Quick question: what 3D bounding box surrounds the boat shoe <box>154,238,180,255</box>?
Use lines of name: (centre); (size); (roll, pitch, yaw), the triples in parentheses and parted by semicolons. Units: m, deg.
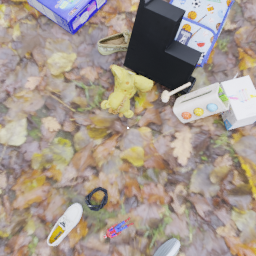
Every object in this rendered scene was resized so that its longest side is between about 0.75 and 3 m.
boat shoe: (1.136, 4.571, 9.413); (1.873, 0.674, 0.581); (-46, 102, -9)

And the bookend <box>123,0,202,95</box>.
bookend: (1.614, -3.166, 10.528); (2.892, 2.910, 1.340); (28, 48, 10)

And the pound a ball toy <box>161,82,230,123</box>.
pound a ball toy: (2.384, -0.945, 10.326); (1.417, 2.173, 0.923); (44, 49, -26)

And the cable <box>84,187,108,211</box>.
cable: (-1.094, 2.577, 10.198); (0.896, 0.227, 0.731); (-37, 76, -12)

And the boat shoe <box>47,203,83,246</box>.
boat shoe: (-2.208, 3.352, 9.754); (0.591, 0.582, 1.667); (37, 76, 11)

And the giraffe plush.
giraffe plush: (-0.156, -1.338, 10.860); (1.835, 2.126, 1.724); (24, 102, 4)

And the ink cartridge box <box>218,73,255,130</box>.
ink cartridge box: (4.215, -1.060, 10.883); (1.154, 1.185, 1.843); (-15, 71, -5)

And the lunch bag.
lunch bag: (2.617, -4.190, 11.634); (2.453, 1.787, 2.885); (27, 84, 9)

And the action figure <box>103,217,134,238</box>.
action figure: (-0.363, 3.553, 9.868); (1.133, 0.293, 0.371); (-30, 77, -7)

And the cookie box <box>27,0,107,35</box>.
cookie box: (-2.810, -5.948, 12.535); (2.825, 1.061, 2.416); (37, 76, 11)

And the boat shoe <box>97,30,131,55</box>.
boat shoe: (-0.302, -3.712, 12.028); (2.062, 0.646, 0.756); (-22, 73, -7)
